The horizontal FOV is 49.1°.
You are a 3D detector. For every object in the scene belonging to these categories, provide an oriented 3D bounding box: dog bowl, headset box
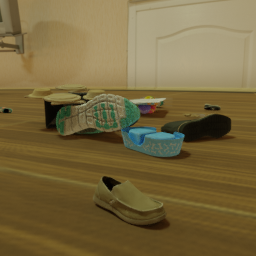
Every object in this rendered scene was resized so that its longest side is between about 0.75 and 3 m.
[{"bbox_3d":[0.550,0.301,6.692,0.963,0.428,1.728,-8,12,-38],"label":"dog bowl"},{"bbox_3d":[-2.048,-0.783,10.802,2.094,1.087,2.814,-2,12,-12],"label":"headset box"}]

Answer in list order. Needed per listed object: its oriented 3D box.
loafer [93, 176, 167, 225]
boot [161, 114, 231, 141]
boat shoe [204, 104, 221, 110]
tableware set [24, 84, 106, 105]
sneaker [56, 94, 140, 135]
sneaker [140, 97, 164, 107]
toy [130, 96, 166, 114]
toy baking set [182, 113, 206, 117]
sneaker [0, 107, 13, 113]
[{"bbox_3d":[-0.026,0.893,3.560,1.123,0.379,0.427,8,13,37],"label":"loafer"},{"bbox_3d":[1.987,-0.080,8.270,1.798,0.696,1.243,-4,6,-24],"label":"boot"},{"bbox_3d":[4.414,-1.032,14.647,0.847,0.304,0.286,11,50,19],"label":"boat shoe"},{"bbox_3d":[-1.959,-1.094,9.238,2.318,0.322,2.775,-14,23,-40],"label":"tableware set"},{"bbox_3d":[-0.758,-0.335,8.199,2.744,1.064,1.251,-3,-4,32],"label":"sneaker"},{"bbox_3d":[1.391,-1.475,16.279,0.638,0.570,1.597,0,10,-45],"label":"sneaker"},{"bbox_3d":[0.831,-1.080,13.513,1.720,0.705,2.987,0,12,14],"label":"toy"},{"bbox_3d":[2.925,-0.557,12.333,1.013,0.118,0.778,-9,16,-39],"label":"toy baking set"},{"bbox_3d":[-5.963,-0.858,13.433,0.802,0.286,0.320,4,6,12],"label":"sneaker"}]
